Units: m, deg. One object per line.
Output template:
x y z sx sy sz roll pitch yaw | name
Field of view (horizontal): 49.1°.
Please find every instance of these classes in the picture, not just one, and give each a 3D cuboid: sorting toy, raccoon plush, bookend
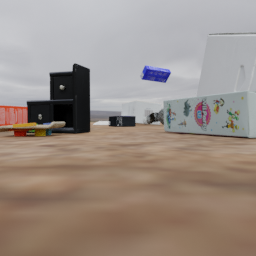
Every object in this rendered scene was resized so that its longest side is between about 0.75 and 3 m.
-1.411 0.030 4.202 0.801 0.194 1.423 -4 1 2 | sorting toy
1.660 -0.326 12.343 2.090 1.011 1.400 -29 8 16 | raccoon plush
-1.361 -0.516 5.241 1.214 1.222 0.563 1 2 18 | bookend

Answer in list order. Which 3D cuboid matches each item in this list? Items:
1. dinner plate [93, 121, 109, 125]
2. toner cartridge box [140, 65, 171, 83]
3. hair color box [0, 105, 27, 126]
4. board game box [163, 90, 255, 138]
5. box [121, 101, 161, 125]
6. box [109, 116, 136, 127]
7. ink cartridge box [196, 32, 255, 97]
-0.906 -0.254 14.904 1.911 0.232 1.911 2 1 0 | dinner plate
1.296 -2.506 13.094 1.333 0.288 0.633 3 -44 -27 | toner cartridge box
-4.902 -0.486 11.152 1.397 0.843 2.752 2 1 34 | hair color box
1.736 -0.209 4.680 1.473 0.642 1.997 -1 1 -24 | board game box
0.645 -0.782 15.172 1.460 1.144 2.347 4 0 -19 | box
-0.244 -0.260 10.916 0.773 0.432 1.095 2 0 -20 | box
3.687 -1.240 7.428 2.912 2.136 2.126 -1 16 -30 | ink cartridge box
